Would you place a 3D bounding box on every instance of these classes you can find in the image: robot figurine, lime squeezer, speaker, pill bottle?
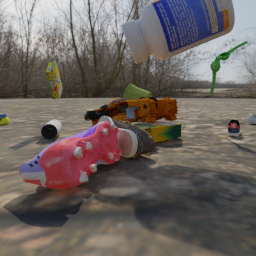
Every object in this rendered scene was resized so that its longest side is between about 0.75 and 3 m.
[{"bbox_3d":[-0.018,-0.375,8.373,2.748,0.800,1.992,-10,-2,43],"label":"robot figurine"},{"bbox_3d":[3.086,-2.085,8.982,0.703,1.991,0.376,31,8,-17],"label":"lime squeezer"},{"bbox_3d":[-2.142,0.031,7.905,0.453,0.453,1.115,-1,8,-8],"label":"speaker"},{"bbox_3d":[1.226,-2.706,7.337,2.659,1.490,1.490,-20,6,6],"label":"pill bottle"}]

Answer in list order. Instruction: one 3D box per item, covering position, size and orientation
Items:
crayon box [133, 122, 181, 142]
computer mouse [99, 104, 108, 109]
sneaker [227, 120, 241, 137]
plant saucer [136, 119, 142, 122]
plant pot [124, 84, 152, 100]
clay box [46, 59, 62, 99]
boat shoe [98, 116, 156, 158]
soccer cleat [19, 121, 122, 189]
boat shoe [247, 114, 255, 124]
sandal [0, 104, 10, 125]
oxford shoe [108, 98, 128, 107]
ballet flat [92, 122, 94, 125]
[{"bbox_3d":[0.574,0.101,7.524,1.005,0.412,1.598,6,9,43],"label":"crayon box"},{"bbox_3d":[-0.436,-1.241,17.371,2.765,0.471,0.811,-3,7,-22],"label":"computer mouse"},{"bbox_3d":[3.196,-0.037,8.414,0.404,0.456,1.079,2,8,18],"label":"sneaker"},{"bbox_3d":[0.309,-0.395,12.155,0.969,0.172,0.969,0,8,0],"label":"plant saucer"},{"bbox_3d":[0.832,-2.235,20.909,1.687,1.835,1.835,16,14,23],"label":"plant pot"},{"bbox_3d":[-2.442,-1.627,9.251,0.279,1.174,0.674,-5,38,0],"label":"clay box"},{"bbox_3d":[-0.126,0.167,6.124,0.586,0.707,1.969,2,10,-27],"label":"boat shoe"},{"bbox_3d":[-0.736,0.369,4.508,0.891,0.777,2.329,-6,8,14],"label":"soccer cleat"},{"bbox_3d":[5.643,-0.431,10.581,2.104,0.653,0.757,4,9,30],"label":"boat shoe"},{"bbox_3d":[-5.611,-0.533,10.669,1.992,0.867,0.792,-5,11,-22],"label":"sandal"},{"bbox_3d":[0.026,-1.127,14.997,0.944,0.924,2.591,14,15,42],"label":"oxford shoe"},{"bbox_3d":[-0.720,-0.192,10.455,1.279,0.363,0.425,-1,-32,-20],"label":"ballet flat"}]
